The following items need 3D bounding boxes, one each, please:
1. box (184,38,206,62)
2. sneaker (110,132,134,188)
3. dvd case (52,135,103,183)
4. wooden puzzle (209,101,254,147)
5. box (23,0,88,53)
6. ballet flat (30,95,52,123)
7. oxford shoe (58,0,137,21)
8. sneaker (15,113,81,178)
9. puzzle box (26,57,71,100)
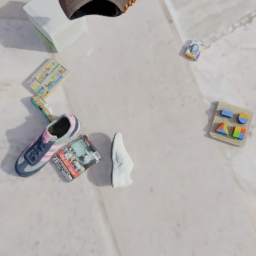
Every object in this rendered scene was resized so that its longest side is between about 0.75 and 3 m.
[{"bbox_3d":[2.299,-2.678,9.471,0.465,0.162,0.782,29,80,7],"label":"box"},{"bbox_3d":[-0.192,0.948,8.408,0.665,0.584,1.660,0,82,-10],"label":"sneaker"},{"bbox_3d":[-1.548,0.936,8.580,1.280,0.141,0.934,-37,79,-7],"label":"dvd case"},{"bbox_3d":[3.267,-0.155,8.771,1.167,0.292,1.260,19,77,5],"label":"wooden puzzle"},{"bbox_3d":[-2.304,-3.551,9.146,1.394,1.194,1.387,-42,80,-9],"label":"box"},{"bbox_3d":[-2.640,-0.623,8.865,0.358,0.386,1.096,-37,82,-24],"label":"ballet flat"},{"bbox_3d":[-0.060,-2.830,5.858,2.819,1.004,1.023,-14,84,-10],"label":"oxford shoe"},{"bbox_3d":[-2.476,0.439,8.258,0.849,0.992,2.420,41,79,9],"label":"sneaker"},{"bbox_3d":[-2.610,-1.637,9.208,0.835,0.160,1.255,39,79,10],"label":"puzzle box"}]
